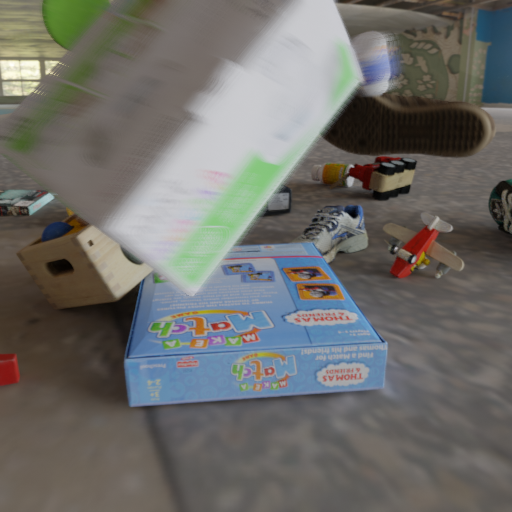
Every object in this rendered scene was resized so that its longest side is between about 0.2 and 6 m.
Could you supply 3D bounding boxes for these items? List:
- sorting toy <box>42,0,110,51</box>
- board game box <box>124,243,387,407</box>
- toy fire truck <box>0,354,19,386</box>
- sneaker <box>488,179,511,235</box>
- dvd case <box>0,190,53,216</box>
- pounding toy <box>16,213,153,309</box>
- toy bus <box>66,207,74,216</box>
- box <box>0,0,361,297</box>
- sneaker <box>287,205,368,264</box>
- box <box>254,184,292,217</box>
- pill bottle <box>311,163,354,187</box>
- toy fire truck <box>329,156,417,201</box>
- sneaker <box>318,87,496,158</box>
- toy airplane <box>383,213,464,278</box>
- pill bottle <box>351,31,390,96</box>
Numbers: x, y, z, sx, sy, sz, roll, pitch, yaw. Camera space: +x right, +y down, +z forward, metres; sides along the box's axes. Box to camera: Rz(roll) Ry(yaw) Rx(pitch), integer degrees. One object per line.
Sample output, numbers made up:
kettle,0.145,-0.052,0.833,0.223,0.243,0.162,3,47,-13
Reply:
sorting toy,-2.907,-3.776,9.082,1.101,1.108,3.197,25,-1,43
board game box,-0.156,0.567,6.389,2.340,0.566,3.094,-2,18,-6
toy fire truck,-2.744,1.203,4.999,1.074,0.262,0.757,-5,19,-13
sneaker,4.656,-0.691,9.528,1.281,1.144,3.206,-1,14,21
dvd case,-5.717,-1.152,12.052,2.211,0.243,1.614,-2,19,-2
pounding toy,-1.758,-0.354,6.794,1.718,1.221,1.581,-10,26,40
toy bus,-2.825,-1.032,10.633,1.789,0.924,1.688,24,29,-47
box,-0.643,-1.133,4.290,1.901,1.042,2.154,29,78,37
sneaker,1.071,-0.400,8.895,0.743,0.821,1.927,16,25,39
box,-0.612,-1.263,11.824,2.271,0.579,1.791,-5,18,-17
pill bottle,1.946,-2.077,14.283,1.009,0.560,0.560,10,21,28
toy fire truck,2.733,-1.914,13.430,1.685,1.084,1.483,28,32,35
sneaker,2.538,-2.307,9.921,3.199,1.127,1.208,19,23,28
toy airplane,2.416,-0.116,8.210,1.019,0.722,1.024,-9,50,11
pill bottle,1.665,-2.730,8.050,0.482,0.859,0.482,-9,59,15
